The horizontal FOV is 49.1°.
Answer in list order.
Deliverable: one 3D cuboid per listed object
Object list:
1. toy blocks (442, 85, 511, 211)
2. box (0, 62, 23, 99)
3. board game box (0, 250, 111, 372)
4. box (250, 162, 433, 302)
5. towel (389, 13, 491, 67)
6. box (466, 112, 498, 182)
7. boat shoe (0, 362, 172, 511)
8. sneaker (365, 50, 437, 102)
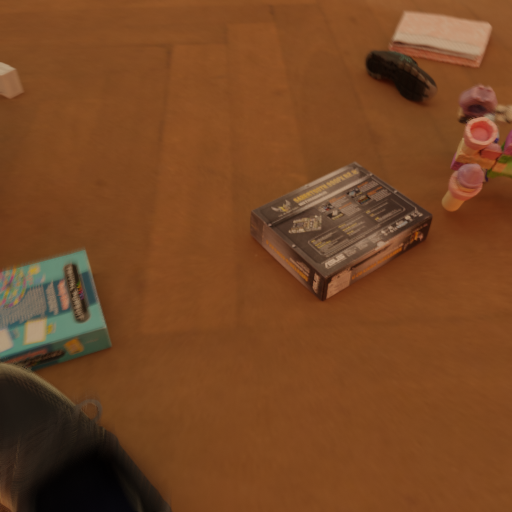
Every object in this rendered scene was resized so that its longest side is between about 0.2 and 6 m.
[{"bbox_3d":[3.998,-1.679,8.270,1.979,1.783,2.118,15,74,8],"label":"toy blocks"},{"bbox_3d":[-5.309,-3.704,11.815,0.556,0.559,0.365,29,53,26],"label":"box"},{"bbox_3d":[-3.022,0.807,7.266,1.948,0.457,1.471,-15,48,-16],"label":"board game box"},{"bbox_3d":[1.269,-0.458,8.513,2.187,0.529,1.732,-28,51,-25],"label":"box"},{"bbox_3d":[4.490,-5.342,13.644,2.172,0.350,2.075,17,47,15],"label":"towel"},{"bbox_3d":[3.863,-1.904,9.732,0.488,0.855,0.929,8,45,15],"label":"box"},{"bbox_3d":[-1.885,2.036,5.412,1.293,1.079,3.466,-22,47,-42],"label":"boat shoe"},{"bbox_3d":[3.206,-3.952,11.942,0.790,0.752,1.994,-21,49,-23],"label":"sneaker"}]
